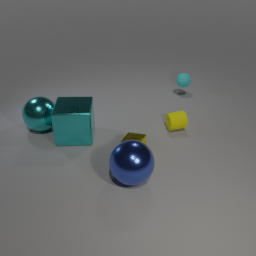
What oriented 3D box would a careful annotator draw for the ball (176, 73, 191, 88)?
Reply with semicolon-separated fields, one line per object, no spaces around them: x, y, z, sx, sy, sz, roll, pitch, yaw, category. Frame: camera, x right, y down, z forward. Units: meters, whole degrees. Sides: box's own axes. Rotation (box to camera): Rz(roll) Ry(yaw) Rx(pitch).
2.738;-2.346;13.774;0.700;0.700;0.700;0;33;0;ball

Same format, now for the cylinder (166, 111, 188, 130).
1.961;-0.302;11.315;0.700;0.700;0.700;-10;34;-8;cylinder

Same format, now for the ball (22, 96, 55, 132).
-3.506;-0.559;11.224;1.400;1.400;1.400;0;33;0;ball

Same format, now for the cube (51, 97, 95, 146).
-2.042;-0.281;10.730;1.400;1.400;1.400;-1;33;-3;cube

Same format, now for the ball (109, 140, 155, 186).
0.122;1.061;8.638;1.400;1.400;1.400;0;33;0;ball

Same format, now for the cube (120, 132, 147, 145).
0.215;0.644;9.781;0.700;0.700;0.700;6;30;24;cube
